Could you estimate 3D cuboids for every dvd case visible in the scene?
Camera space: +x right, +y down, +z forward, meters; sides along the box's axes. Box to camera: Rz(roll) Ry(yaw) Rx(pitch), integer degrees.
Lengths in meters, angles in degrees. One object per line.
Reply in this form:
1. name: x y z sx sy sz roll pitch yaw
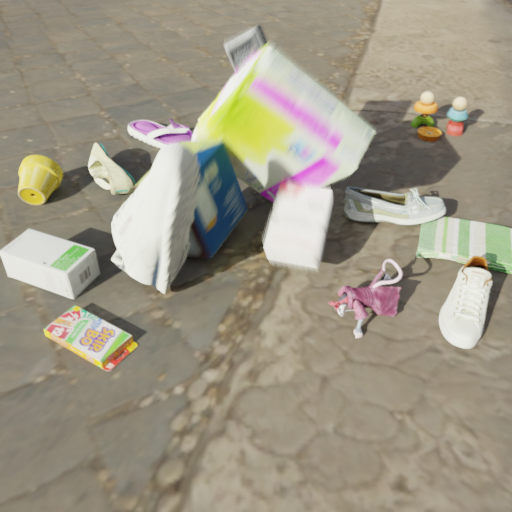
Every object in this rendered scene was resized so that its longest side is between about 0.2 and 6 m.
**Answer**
1. dvd case: 0.041 -3.728 11.586 0.213 1.722 1.294 -35 20 -24

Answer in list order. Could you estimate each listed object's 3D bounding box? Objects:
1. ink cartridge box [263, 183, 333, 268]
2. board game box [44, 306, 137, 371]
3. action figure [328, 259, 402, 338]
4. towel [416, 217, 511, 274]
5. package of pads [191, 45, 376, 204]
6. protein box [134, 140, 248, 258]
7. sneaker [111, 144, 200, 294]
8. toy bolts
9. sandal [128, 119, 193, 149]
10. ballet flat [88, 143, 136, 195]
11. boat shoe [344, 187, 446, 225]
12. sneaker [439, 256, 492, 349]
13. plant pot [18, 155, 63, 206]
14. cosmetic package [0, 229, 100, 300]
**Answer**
1. ink cartridge box: 0.824 -0.576 10.645 1.038 0.605 1.426 10 66 13
2. board game box: -2.804 1.383 9.507 1.521 0.228 0.726 24 44 24
3. action figure: 1.913 0.741 9.743 1.388 1.034 0.930 -5 41 -30
4. towel: 4.477 -0.264 11.638 2.114 0.247 1.612 10 37 16
5. package of pads: 0.295 -2.376 11.177 2.670 3.456 1.179 34 72 -14
6. protein box: -1.227 -1.141 11.170 1.141 1.692 1.679 5 42 30
7. sneaker: -1.800 -0.615 9.435 1.304 3.239 1.237 26 46 5
8. toy bolts: 5.243 -3.963 15.823 1.478 1.025 1.412 5 38 7
9. sandal: -2.460 -3.420 15.418 2.651 0.651 1.079 16 40 20
10. ballet flat: -3.709 -2.106 13.705 0.765 0.765 2.202 -22 43 -26
11. boat shoe: 3.034 -1.155 12.286 2.189 0.702 0.807 3 30 12
12. sneaker: 3.702 0.716 9.843 0.733 0.853 2.014 14 41 15
13. plant pot: -5.081 -1.698 13.017 0.955 0.955 0.898 1 53 2
14. cosmetic package: -3.934 0.143 10.721 1.612 0.684 0.867 16 42 17
